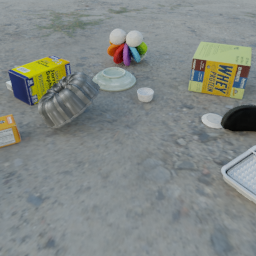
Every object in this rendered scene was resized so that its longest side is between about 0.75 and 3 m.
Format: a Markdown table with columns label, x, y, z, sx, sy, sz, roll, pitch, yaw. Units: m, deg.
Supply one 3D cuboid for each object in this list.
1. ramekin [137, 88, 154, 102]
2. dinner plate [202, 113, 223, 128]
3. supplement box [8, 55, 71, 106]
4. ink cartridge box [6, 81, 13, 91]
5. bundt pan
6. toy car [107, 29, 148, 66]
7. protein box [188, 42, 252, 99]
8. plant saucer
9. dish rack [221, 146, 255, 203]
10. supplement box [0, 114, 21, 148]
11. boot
| label | x | y | z | sx | sy | sz | roll | pitch | yaw |
| --- | --- | --- | --- | --- | --- | --- | --- | --- | --- |
| ramekin | 0.805 | -1.530 | 13.047 | 0.765 | 0.401 | 0.765 | 0 | 36 | 0 |
| dinner plate | 3.558 | -0.334 | 11.570 | 1.002 | 0.121 | 1.002 | 2 | 40 | -2 |
| supplement box | -4.078 | -2.325 | 13.312 | 1.385 | 1.376 | 2.528 | 25 | 43 | 31 |
| ink cartridge box | -5.230 | -2.275 | 14.119 | 0.817 | 0.377 | 1.499 | 27 | 42 | 32 |
| bundt pan | -2.465 | -1.246 | 11.059 | 2.689 | 1.009 | 2.689 | -28 | 29 | 17 |
| toy car | -0.089 | -4.454 | 16.174 | 2.345 | 2.052 | 1.758 | 12 | 72 | 16 |
| protein box | 4.555 | -2.920 | 13.844 | 2.535 | 1.710 | 2.516 | 12 | 37 | 16 |
| plant saucer | -0.724 | -2.645 | 14.471 | 2.271 | 0.570 | 2.271 | 0 | 35 | 0 |
| dish rack | 4.222 | 1.536 | 8.680 | 2.285 | 0.498 | 1.961 | -23 | 42 | -29 |
| supplement box | -5.336 | 0.347 | 10.004 | 2.688 | 0.925 | 0.894 | -16 | 40 | -25 |
| boot | 5.055 | -0.029 | 10.425 | 2.642 | 0.994 | 1.975 | -9 | 37 | -13 |
